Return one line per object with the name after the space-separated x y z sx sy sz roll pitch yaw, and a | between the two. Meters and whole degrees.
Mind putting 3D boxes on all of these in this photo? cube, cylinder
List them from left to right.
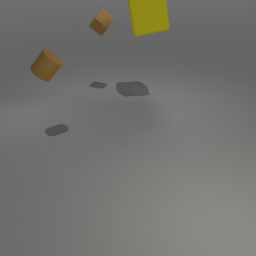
-2.418 -1.865 8.323 0.700 0.700 0.700 38 20 -16 | cylinder
-1.162 -4.641 12.290 0.700 0.700 0.700 -21 37 58 | cube
0.794 -4.664 11.399 1.400 1.400 1.400 -11 26 2 | cube
